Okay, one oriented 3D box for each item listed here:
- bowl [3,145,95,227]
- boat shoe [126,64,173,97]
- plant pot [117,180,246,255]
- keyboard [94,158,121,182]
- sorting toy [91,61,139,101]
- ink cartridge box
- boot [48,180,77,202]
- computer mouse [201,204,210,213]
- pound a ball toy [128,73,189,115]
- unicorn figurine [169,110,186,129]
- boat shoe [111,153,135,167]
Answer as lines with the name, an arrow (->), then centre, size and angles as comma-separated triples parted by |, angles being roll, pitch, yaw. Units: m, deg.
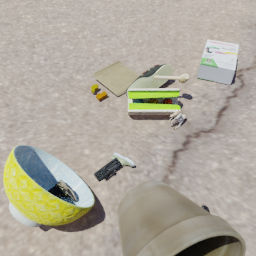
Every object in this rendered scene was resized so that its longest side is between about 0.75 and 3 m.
bowl -> -2.527, 1.935, 8.166 | 2.814, 2.814, 1.514 | 39, 93, 29
boat shoe -> 0.880, -2.043, 12.545 | 2.505, 0.916, 0.785 | -36, 27, -18
plant pot -> 0.941, 2.806, 7.180 | 2.936, 2.936, 2.548 | -19, 35, -16
keyboard -> -0.683, 1.441, 9.678 | 1.000, 0.198, 0.521 | -37, 56, -11
sorting toy -> -0.735, -2.123, 12.932 | 2.421, 0.324, 1.804 | -33, 61, -26
ink cartridge box -> 4.335, -3.211, 13.441 | 1.582, 0.918, 2.185 | 15, 50, 13
boot -> -2.117, 2.132, 8.800 | 0.717, 0.348, 0.952 | -35, 59, -27
computer mouse -> 2.104, 2.917, 8.497 | 1.198, 0.276, 0.841 | -17, 54, -23
pound a ball toy -> 1.226, -1.353, 11.549 | 2.472, 1.050, 1.612 | -1, 84, -1
unicorn figurine -> 2.006, -0.362, 11.119 | 0.417, 1.129, 0.776 | 43, 85, 19
boat shoe -> -0.176, 1.194, 10.003 | 0.942, 0.339, 0.292 | 23, 68, 29
